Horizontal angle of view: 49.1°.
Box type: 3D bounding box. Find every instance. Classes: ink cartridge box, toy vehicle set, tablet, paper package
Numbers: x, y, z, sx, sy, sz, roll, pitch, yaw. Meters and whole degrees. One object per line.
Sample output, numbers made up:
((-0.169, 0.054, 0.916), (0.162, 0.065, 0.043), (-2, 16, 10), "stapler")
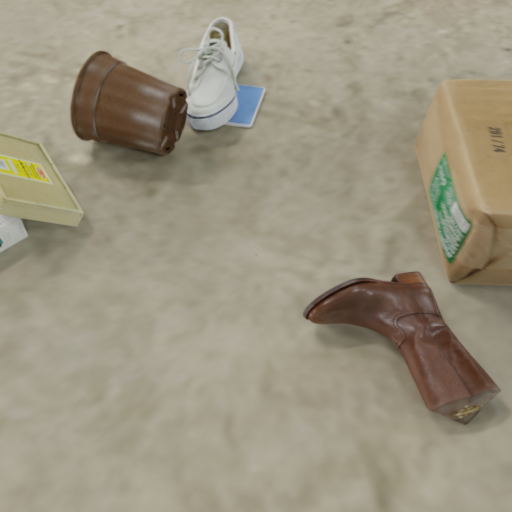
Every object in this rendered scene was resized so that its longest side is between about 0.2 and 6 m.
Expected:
((-4.314, -0.293, 8.491), (0.786, 0.455, 1.353), (36, 57, 26), "ink cartridge box")
((-3.747, -1.298, 8.921), (1.312, 0.280, 2.111), (10, 33, -49), "toy vehicle set")
((-0.350, -2.952, 10.946), (0.830, 0.087, 1.276), (10, 52, 9), "tablet")
((4.202, -1.184, 8.508), (2.962, 1.608, 3.108), (1, 51, 1), "paper package")

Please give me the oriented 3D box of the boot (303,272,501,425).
((1.832, 1.244, 7.160), (1.946, 0.671, 2.088), (-14, 56, -13), "boot")

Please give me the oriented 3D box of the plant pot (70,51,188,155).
((-2.118, -2.562, 9.763), (1.569, 1.585, 1.585), (18, 53, 7), "plant pot")

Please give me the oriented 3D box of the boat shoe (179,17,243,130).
((-0.819, -3.705, 10.720), (1.088, 1.256, 2.945), (1, 49, 13), "boat shoe")
